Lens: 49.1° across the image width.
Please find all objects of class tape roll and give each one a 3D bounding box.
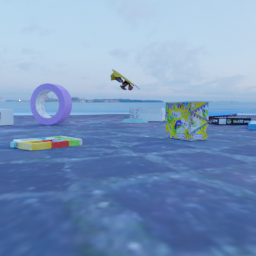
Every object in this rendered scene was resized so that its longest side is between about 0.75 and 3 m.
[{"bbox_3d":[-3.758,-1.159,13.673,2.002,2.002,0.657,2,5,20],"label":"tape roll"}]

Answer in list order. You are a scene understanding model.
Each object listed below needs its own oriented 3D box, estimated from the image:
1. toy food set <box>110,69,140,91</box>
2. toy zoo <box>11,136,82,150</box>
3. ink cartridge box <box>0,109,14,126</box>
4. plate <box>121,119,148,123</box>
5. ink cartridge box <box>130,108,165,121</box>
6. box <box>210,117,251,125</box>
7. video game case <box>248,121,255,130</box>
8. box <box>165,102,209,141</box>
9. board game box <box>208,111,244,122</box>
[{"bbox_3d":[-0.234,-2.075,12.949,1.623,0.530,0.955,30,12,-32],"label":"toy food set"},{"bbox_3d":[-1.878,0.330,6.224,1.434,0.147,0.941,-4,6,-44],"label":"toy zoo"},{"bbox_3d":[-6.449,-0.488,12.784,1.386,0.796,1.909,3,5,34],"label":"ink cartridge box"},{"bbox_3d":[0.373,-0.412,15.913,1.577,0.201,1.577,0,5,0],"label":"plate"},{"bbox_3d":[1.262,-0.838,17.380,1.965,0.824,1.725,1,3,16],"label":"ink cartridge box"},{"bbox_3d":[5.076,-0.369,13.979,1.625,0.399,1.310,0,6,-1],"label":"box"},{"bbox_3d":[6.088,-0.114,11.453,2.088,0.260,2.917,2,5,25],"label":"video game case"},{"bbox_3d":[1.570,-0.203,7.593,0.635,1.003,1.042,-2,6,-31],"label":"box"},{"bbox_3d":[4.778,-0.501,15.186,2.840,0.553,2.244,-4,6,34],"label":"board game box"}]
